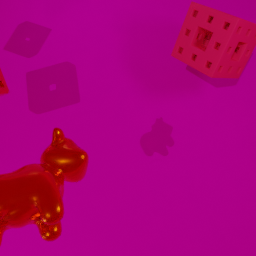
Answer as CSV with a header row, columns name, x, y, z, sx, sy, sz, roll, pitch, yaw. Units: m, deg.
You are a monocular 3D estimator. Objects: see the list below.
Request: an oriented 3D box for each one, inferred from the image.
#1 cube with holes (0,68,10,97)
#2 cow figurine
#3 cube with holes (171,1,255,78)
name,x,y,z,sx,sy,sz,roll,pitch,yaw
cube with holes,-2.940,-0.906,4.739,1.073,1.073,1.073,-18,97,10
cow figurine,-0.883,0.499,2.623,1.094,0.601,1.077,-4,45,-22
cube with holes,1.724,-1.682,5.467,1.056,1.056,1.056,-8,38,-42
